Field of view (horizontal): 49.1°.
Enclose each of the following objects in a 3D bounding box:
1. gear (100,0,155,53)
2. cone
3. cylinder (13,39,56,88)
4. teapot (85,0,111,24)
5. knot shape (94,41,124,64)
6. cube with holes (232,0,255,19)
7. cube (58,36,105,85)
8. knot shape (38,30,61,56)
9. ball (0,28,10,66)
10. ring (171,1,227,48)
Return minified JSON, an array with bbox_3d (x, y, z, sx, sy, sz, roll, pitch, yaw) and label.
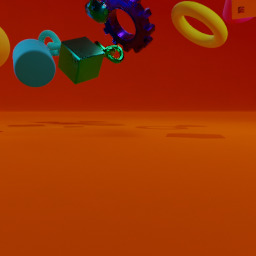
[{"bbox_3d":[-0.073,-3.286,8.697,1.953,1.953,0.361,5,45,51],"label":"gear"},{"bbox_3d":[2.885,-3.563,7.343,1.097,1.097,1.101,3,-25,38],"label":"cone"},{"bbox_3d":[-2.897,-2.002,8.611,1.167,1.167,1.167,-2,32,-23],"label":"cylinder"},{"bbox_3d":[-0.776,-3.111,7.303,0.699,0.551,1.125,46,24,12],"label":"teapot"},{"bbox_3d":[-0.874,-3.028,11.240,1.370,0.633,1.282,20,24,8],"label":"knot shape"},{"bbox_3d":[2.155,-2.340,4.557,0.820,0.820,0.820,2,33,24],"label":"cube with holes"},{"bbox_3d":[-1.672,-2.395,9.889,1.098,1.098,1.098,-28,63,-39],"label":"cube"},{"bbox_3d":[-2.652,-2.977,10.753,1.509,0.697,1.412,24,-15,26],"label":"knot shape"},{"bbox_3d":[-3.050,-1.736,5.877,1.055,1.055,1.055,0,4,0],"label":"ball"},{"bbox_3d":[1.797,-2.603,7.142,1.568,0.314,1.568,33,-2,1],"label":"ring"}]
